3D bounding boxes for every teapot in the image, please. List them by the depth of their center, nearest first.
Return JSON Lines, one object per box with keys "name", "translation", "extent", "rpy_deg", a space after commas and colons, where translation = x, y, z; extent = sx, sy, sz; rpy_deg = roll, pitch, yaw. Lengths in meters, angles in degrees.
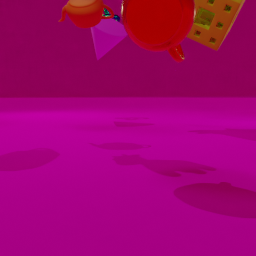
{"name": "teapot", "translation": [0.327, -1.274, 2.990], "extent": [0.776, 1.248, 0.611], "rpy_deg": [-18, 17, 29]}
{"name": "teapot", "translation": [-0.885, -2.328, 5.671], "extent": [1.224, 0.599, 0.761], "rpy_deg": [3, 52, 10]}

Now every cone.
{"name": "cone", "translation": [-0.843, -2.868, 9.508], "extent": [1.327, 1.332, 1.327], "rpy_deg": [16, 39, -14]}

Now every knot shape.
{"name": "knot shape", "translation": [-0.869, -4.444, 11.682], "extent": [1.202, 1.285, 0.594], "rpy_deg": [-17, 46, -35]}

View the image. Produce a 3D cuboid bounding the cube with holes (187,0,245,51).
{"name": "cube with holes", "translation": [2.146, -3.063, 7.211], "extent": [1.273, 1.273, 1.273], "rpy_deg": [29, 51, 11]}
